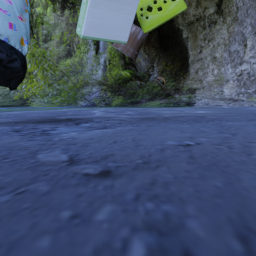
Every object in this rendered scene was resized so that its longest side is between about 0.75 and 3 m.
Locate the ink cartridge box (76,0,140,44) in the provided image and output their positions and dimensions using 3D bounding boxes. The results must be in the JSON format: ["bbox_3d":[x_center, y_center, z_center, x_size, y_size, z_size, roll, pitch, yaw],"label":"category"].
[{"bbox_3d":[-0.368,-2.800,6.260,1.246,1.713,0.411,-3,38,-33],"label":"ink cartridge box"}]

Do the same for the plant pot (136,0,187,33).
[{"bbox_3d":[0.755,-3.300,7.343,1.225,1.117,1.231,-26,13,19],"label":"plant pot"}]

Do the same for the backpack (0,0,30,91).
[{"bbox_3d":[-3.932,-2.898,8.072,1.898,2.999,2.503,-27,-33,31],"label":"backpack"}]

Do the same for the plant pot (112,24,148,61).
[{"bbox_3d":[0.130,-3.072,9.884,1.028,1.017,1.028,32,13,-9],"label":"plant pot"}]

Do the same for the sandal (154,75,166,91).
[{"bbox_3d":[1.351,-1.853,11.214,0.318,0.476,1.165,-36,26,16],"label":"sandal"}]
